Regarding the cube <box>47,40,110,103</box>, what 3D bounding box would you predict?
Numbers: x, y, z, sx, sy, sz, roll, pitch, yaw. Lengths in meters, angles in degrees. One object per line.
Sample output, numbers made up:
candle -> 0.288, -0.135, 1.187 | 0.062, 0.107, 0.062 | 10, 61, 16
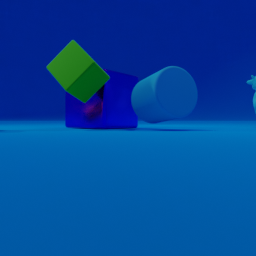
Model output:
cube -> -1.005, -1.137, 5.756 | 0.781, 0.781, 0.781 | 48, 5, 23

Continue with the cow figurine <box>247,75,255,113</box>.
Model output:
cow figurine -> 3.623, -0.890, 7.623 | 0.580, 1.040, 1.057 | -13, 27, 32

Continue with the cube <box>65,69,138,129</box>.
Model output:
cube -> -0.646, -0.667, 7.055 | 1.332, 1.332, 1.332 | 2, 2, 37

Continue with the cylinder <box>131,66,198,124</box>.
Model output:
cylinder -> 0.740, -0.657, 5.892 | 1.028, 1.028, 1.028 | -1, -6, -26
